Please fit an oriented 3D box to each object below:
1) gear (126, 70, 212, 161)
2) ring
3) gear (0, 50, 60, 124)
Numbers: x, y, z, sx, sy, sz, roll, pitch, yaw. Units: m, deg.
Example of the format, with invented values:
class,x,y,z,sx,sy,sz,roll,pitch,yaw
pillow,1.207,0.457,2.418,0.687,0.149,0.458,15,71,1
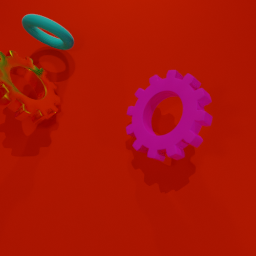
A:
class,x,y,z,sx,sy,sz,roll,pitch,yaw
gear,0.880,-0.290,6.481,2.062,0.381,2.062,-15,65,36
ring,-2.146,-2.559,7.568,1.440,1.440,0.288,20,83,8
gear,-2.528,-1.008,6.839,0.350,1.892,1.892,-34,66,25
